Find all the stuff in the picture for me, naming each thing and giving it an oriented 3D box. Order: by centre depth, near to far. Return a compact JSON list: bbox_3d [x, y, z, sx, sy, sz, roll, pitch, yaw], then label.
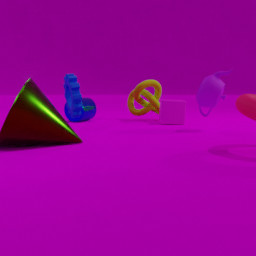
[{"bbox_3d":[2.503,-0.225,4.529,1.496,0.299,1.496,12,18,-4],"label":"ring"},{"bbox_3d":[-1.474,-0.006,5.272,1.379,1.374,1.374,26,1,-15],"label":"cone"},{"bbox_3d":[-1.353,-0.779,6.832,0.195,1.054,1.054,-10,11,-22],"label":"gear"},{"bbox_3d":[2.154,-0.922,7.049,0.661,1.351,0.840,26,14,20],"label":"teapot"},{"bbox_3d":[1.384,-0.515,8.799,0.724,0.724,0.724,3,8,1],"label":"cube"},{"bbox_3d":[-1.615,-0.632,9.540,0.807,0.807,0.807,4,8,27],"label":"cylinder"},{"bbox_3d":[0.746,-0.899,9.800,1.520,1.423,0.702,-46,8,47],"label":"knot shape"}]
